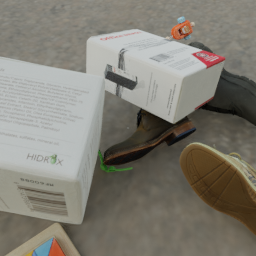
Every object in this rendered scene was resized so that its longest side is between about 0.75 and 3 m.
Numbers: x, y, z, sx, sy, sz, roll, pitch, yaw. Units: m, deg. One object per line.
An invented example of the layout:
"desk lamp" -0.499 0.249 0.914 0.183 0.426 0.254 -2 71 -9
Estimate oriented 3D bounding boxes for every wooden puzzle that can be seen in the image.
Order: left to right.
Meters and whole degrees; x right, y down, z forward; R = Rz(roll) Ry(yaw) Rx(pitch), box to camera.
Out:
"wooden puzzle" -1.394 2.499 4.369 1.555 0.313 1.680 -29 54 -26

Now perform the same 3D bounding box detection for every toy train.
"toy train" 1.489 -2.064 7.767 1.306 1.738 0.483 -26 27 -4

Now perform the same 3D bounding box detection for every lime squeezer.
"lime squeezer" -0.366 0.803 6.038 1.019 0.192 0.360 24 67 34

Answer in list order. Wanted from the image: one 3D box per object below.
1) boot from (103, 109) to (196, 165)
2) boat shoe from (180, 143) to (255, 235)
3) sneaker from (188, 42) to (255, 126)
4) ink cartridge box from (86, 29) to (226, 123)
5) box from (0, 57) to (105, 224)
"boot" 0.318 -0.002 6.232 2.333 0.871 1.131 -19 72 -27
"boat shoe" 2.031 1.127 5.069 2.522 0.924 0.790 41 33 4
"sneaker" 2.231 -0.830 7.012 1.357 1.136 2.991 -44 62 0
"ink cartridge box" 0.526 -1.276 6.097 2.438 1.021 1.759 30 39 30
"box" -1.645 0.289 4.828 2.213 2.202 1.896 11 56 -1
